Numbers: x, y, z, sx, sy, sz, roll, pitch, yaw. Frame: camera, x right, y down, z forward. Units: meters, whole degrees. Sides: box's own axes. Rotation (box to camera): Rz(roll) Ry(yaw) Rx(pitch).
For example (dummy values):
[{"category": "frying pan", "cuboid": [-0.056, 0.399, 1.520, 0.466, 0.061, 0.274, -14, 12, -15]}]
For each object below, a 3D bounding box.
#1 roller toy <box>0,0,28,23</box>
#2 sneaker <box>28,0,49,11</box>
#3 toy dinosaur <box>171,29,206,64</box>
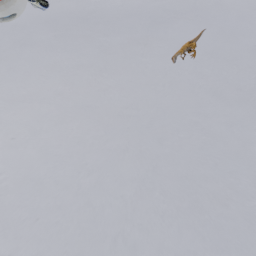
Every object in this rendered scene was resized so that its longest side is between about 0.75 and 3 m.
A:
[{"category": "roller toy", "cuboid": [-2.906, -3.042, 6.127, 1.376, 1.255, 0.961, 33, -3, -9]}, {"category": "sneaker", "cuboid": [-2.976, -3.991, 8.878, 0.894, 0.381, 0.344, 25, 72, -25]}, {"category": "toy dinosaur", "cuboid": [1.685, -2.243, 7.564, 1.279, 0.386, 0.679, -39, 41, 13]}]
